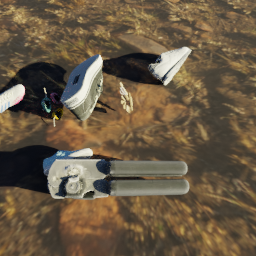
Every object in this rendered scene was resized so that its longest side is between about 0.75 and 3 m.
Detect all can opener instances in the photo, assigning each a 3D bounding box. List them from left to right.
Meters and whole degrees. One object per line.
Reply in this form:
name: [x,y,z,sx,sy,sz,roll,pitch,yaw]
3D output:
can opener: [-0.223,1.114,6.021,2.939,0.983,0.784,2,70,-10]

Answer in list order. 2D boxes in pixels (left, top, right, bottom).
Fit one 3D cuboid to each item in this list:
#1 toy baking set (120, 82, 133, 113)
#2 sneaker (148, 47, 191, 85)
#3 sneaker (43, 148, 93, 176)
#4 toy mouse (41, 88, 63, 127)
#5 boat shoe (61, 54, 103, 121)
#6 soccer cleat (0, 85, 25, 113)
toy baking set: [-0.046,-0.850,7.867,0.099,0.654,0.852,-12,76,23]
sneaker: [1.462,-2.308,9.497,0.814,0.772,2.022,35,50,8]
sneaker: [-1.455,0.669,6.619,1.201,0.444,0.492,-21,57,-9]
toy mouse: [-2.176,-0.710,7.937,0.206,0.948,1.066,-13,33,28]
boat shoe: [-1.238,-1.272,8.428,0.962,0.867,2.722,-17,36,25]
soccer cleat: [-3.447,-0.795,7.877,1.241,0.536,0.434,-34,79,18]
